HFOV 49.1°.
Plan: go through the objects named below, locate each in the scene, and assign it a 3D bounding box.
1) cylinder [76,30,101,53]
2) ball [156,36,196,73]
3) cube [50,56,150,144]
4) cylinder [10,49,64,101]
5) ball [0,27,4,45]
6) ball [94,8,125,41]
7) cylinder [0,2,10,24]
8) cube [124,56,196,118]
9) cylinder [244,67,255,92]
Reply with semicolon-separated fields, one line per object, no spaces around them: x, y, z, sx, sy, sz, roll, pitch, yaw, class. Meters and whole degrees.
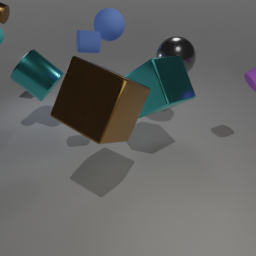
-1.309;-2.834;9.209;0.700;0.700;0.700;-3;32;-19;cylinder
1.696;-2.525;9.967;1.400;1.400;1.400;0;32;0;ball
-0.580;-0.586;6.274;1.400;1.400;1.400;28;11;22;cube
-3.393;-1.964;10.527;1.400;1.400;1.400;39;30;-15;cylinder
-4.049;-2.756;8.292;0.700;0.700;0.700;0;32;0;ball
-0.849;-4.649;12.625;1.400;1.400;1.400;0;32;0;ball
-4.861;-4.318;10.354;0.700;0.700;0.700;20;32;-7;cylinder
0.961;-1.266;8.676;1.400;1.400;1.400;-18;-3;-41;cube
4.172;-1.612;8.812;0.700;0.700;0.700;-33;32;10;cylinder
